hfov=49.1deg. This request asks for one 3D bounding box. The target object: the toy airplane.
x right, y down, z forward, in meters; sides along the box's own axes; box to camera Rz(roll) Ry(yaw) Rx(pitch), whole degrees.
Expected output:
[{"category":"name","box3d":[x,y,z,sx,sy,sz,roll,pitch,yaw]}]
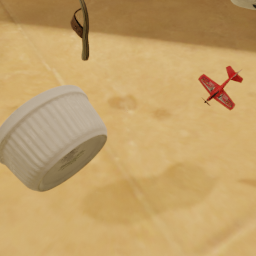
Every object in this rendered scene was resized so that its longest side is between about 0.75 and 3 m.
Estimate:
[{"category":"toy airplane","box3d":[1.942,-0.873,5.785,0.988,0.988,0.182,9,20,8]}]

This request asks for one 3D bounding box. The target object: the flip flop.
[{"category":"flip flop","box3d":[-1.348,-2.774,7.845,0.510,1.772,0.719,-1,29,-8]}]

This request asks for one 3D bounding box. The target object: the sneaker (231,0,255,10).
[{"category":"sneaker","box3d":[2.931,-1.708,4.932,2.896,1.885,1.156,-7,46,-15]}]

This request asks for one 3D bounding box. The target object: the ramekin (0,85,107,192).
[{"category":"ramekin","box3d":[-0.878,0.187,3.484,1.334,1.334,0.700,-35,76,-27]}]
